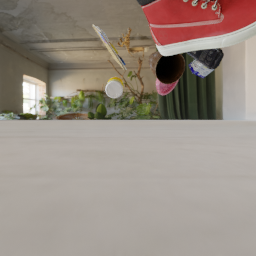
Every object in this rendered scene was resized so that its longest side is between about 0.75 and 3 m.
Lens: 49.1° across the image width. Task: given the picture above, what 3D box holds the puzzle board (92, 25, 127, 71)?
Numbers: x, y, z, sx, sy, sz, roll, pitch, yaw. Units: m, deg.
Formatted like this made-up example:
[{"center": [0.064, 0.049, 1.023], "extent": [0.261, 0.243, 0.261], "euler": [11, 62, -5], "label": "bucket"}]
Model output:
[{"center": [-0.580, -2.562, 8.723], "extent": [0.155, 1.340, 1.778], "euler": [-35, 29, 3], "label": "puzzle board"}]

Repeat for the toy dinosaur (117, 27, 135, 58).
[{"center": [-0.058, -3.350, 11.165], "extent": [0.652, 1.227, 0.371], "euler": [13, 35, 24], "label": "toy dinosaur"}]

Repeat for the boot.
[{"center": [1.410, -2.514, 5.379], "extent": [2.596, 0.940, 1.873], "euler": [-4, -44, 34], "label": "boot"}]

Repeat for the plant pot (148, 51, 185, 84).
[{"center": [1.327, -2.480, 10.821], "extent": [1.235, 1.235, 1.322], "euler": [-1, 26, -23], "label": "plant pot"}]

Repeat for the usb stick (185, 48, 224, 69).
[{"center": [2.129, -2.996, 9.733], "extent": [0.448, 0.761, 2.746], "euler": [-11, 47, -42], "label": "usb stick"}]

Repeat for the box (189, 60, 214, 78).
[{"center": [2.812, -2.327, 10.372], "extent": [0.735, 0.419, 0.799], "euler": [12, -40, -42], "label": "box"}]

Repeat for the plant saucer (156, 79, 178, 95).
[{"center": [1.656, -2.079, 11.934], "extent": [0.350, 1.380, 1.380], "euler": [37, 23, 31], "label": "plant saucer"}]

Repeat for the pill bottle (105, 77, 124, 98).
[{"center": [-0.554, -1.795, 12.082], "extent": [0.739, 0.739, 1.310], "euler": [0, 21, 1], "label": "pill bottle"}]
